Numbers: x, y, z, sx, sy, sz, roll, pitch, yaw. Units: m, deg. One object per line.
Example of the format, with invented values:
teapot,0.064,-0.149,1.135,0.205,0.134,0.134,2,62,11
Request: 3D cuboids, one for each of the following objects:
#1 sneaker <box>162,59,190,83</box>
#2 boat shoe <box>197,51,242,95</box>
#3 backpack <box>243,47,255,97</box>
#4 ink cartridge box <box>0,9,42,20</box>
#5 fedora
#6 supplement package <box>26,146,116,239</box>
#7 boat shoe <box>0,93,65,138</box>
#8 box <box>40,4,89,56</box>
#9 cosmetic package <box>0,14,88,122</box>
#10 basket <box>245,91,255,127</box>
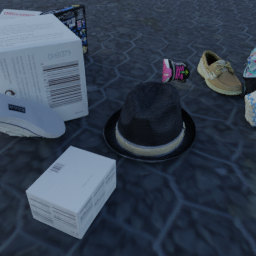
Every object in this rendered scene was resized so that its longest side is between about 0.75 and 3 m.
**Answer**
sneaker,1.381,-1.592,7.903,0.745,0.628,1.702,5,11,11
boat shoe,3.174,-1.987,9.848,0.930,0.834,2.512,-9,37,-12
backpack,4.786,-1.852,8.997,1.957,1.659,2.204,4,28,32
ink cartridge box,-4.282,-3.204,10.544,1.804,1.086,2.482,12,63,17
fedora,0.589,-0.385,7.273,2.743,1.253,2.743,0,35,0
supplement package,-1.032,1.188,5.480,1.106,0.787,1.420,15,37,19
boat shoe,-2.674,-0.182,6.816,2.418,0.844,0.857,17,53,-50
box,-2.439,-3.654,11.138,0.512,2.043,2.059,22,42,26
cosmetic package,-2.786,-1.724,8.187,2.340,2.338,2.837,-16,38,-22
basket,3.926,-0.630,7.730,1.256,1.107,0.873,-9,32,10
